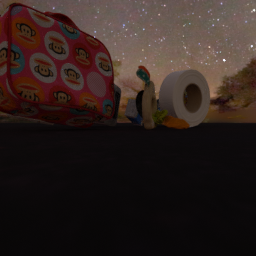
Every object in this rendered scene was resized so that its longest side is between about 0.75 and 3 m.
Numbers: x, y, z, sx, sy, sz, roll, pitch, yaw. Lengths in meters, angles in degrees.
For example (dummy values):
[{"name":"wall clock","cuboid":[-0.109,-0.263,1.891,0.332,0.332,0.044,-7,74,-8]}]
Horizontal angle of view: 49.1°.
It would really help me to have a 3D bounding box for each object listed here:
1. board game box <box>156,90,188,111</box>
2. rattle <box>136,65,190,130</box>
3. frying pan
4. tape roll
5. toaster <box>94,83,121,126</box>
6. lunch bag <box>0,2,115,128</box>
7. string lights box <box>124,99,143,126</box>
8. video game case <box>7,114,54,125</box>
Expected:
[{"name":"board game box","cuboid":[1.852,-0.923,10.560,2.414,0.745,2.413,-15,-7,8]},{"name":"rattle","cuboid":[0.745,-0.683,6.149,1.017,1.424,0.927,2,5,32]},{"name":"frying pan","cuboid":[0.677,-0.558,7.212,0.226,0.841,1.390,-18,20,-35]},{"name":"tape roll","cuboid":[1.693,-0.865,8.262,1.679,1.679,0.587,-1,4,-38]},{"name":"toaster","cuboid":[-1.066,-0.900,9.975,1.141,1.923,1.739,8,-3,15]},{"name":"lunch bag","cuboid":[-1.587,-1.435,6.324,1.191,2.560,2.906,-17,-19,38]},{"name":"string lights box","cuboid":[0.278,-0.539,10.045,0.357,0.622,1.210,11,-12,20]},{"name":"video game case","cuboid":[-2.957,-0.928,9.289,1.517,1.667,0.191,10,-34,3]}]
